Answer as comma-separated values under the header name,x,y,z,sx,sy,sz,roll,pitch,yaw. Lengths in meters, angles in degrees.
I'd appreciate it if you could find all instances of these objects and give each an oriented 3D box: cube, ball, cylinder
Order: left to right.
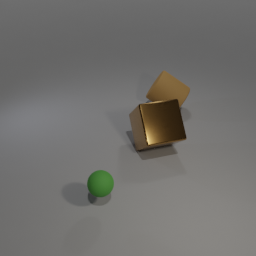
name,x,y,z,sx,sy,sz,roll,pitch,yaw
ball,-0.717,1.453,7.322,0.700,0.700,0.700,0,31,0
cube,0.974,-0.071,9.648,1.400,1.400,1.400,-9,-9,-15
cylinder,1.727,-1.540,12.178,1.400,1.400,1.400,33,33,-5
